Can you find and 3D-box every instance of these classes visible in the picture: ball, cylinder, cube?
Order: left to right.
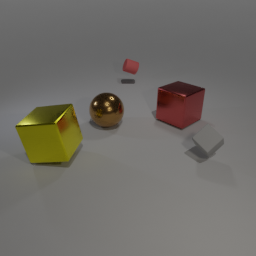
[{"bbox_3d":[-2.491,0.163,9.132,1.400,1.400,1.400,-4,28,16],"label":"cube"},{"bbox_3d":[-0.850,-0.721,11.208,1.400,1.400,1.400,0,29,0],"label":"ball"},{"bbox_3d":[0.150,-3.334,15.221,0.700,0.700,0.700,15,25,-19],"label":"cylinder"},{"bbox_3d":[2.153,-1.005,11.608,1.400,1.400,1.400,-23,36,-39],"label":"cube"},{"bbox_3d":[2.603,0.414,9.081,0.700,0.700,0.700,-42,63,2],"label":"cube"}]
